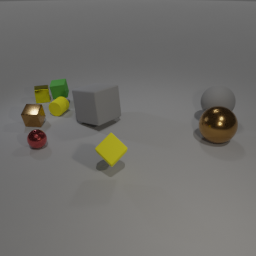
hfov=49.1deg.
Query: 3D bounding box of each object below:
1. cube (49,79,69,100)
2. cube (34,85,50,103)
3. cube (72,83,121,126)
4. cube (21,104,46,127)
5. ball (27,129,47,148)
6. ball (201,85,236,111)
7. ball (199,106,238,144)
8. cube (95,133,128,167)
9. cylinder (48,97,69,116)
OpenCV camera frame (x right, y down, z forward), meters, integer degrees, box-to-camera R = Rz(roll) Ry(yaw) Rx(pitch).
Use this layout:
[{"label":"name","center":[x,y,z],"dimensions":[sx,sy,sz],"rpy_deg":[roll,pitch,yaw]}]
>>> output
[{"label":"cube","center":[-3.240,-1.847,13.255],"dimensions":[0.700,0.700,0.700],"rpy_deg":[-8,34,0]},{"label":"cube","center":[-4.344,-1.720,14.183],"dimensions":[0.700,0.700,0.700],"rpy_deg":[-8,29,-15]},{"label":"cube","center":[-1.300,-1.041,11.808],"dimensions":[1.400,1.400,1.400],"rpy_deg":[11,26,39]},{"label":"cube","center":[-3.967,-0.527,11.780],"dimensions":[0.700,0.700,0.700],"rpy_deg":[2,45,4]},{"label":"ball","center":[-3.321,0.396,10.231],"dimensions":[0.700,0.700,0.700],"rpy_deg":[0,28,0]},{"label":"ball","center":[3.779,-1.105,11.781],"dimensions":[1.400,1.400,1.400],"rpy_deg":[0,28,0]},{"label":"ball","center":[3.358,-0.120,10.454],"dimensions":[1.400,1.400,1.400],"rpy_deg":[0,28,0]},{"label":"cube","center":[-0.504,0.675,8.551],"dimensions":[0.700,0.700,0.700],"rpy_deg":[43,79,7]},{"label":"cylinder","center":[-3.152,-0.993,12.814],"dimensions":[0.700,0.700,0.700],"rpy_deg":[9,30,16]}]
